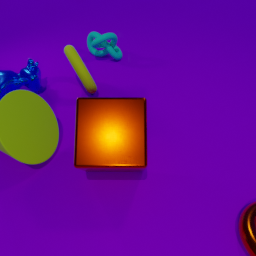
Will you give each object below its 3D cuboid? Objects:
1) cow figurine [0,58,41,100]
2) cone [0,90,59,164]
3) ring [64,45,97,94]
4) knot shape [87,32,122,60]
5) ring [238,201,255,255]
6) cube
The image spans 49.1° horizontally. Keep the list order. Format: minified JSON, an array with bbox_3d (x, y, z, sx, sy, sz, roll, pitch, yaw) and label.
[{"bbox_3d":[-3.302,-1.365,7.847,1.621,0.890,1.596,19,54,7],"label":"cow figurine"},{"bbox_3d":[-2.698,0.147,6.254,1.603,1.597,1.597,-15,34,30],"label":"cone"},{"bbox_3d":[-1.315,-1.620,7.804,0.294,1.472,1.472,-31,47,-3],"label":"ring"},{"bbox_3d":[-0.870,-2.799,9.466,1.247,1.332,0.616,16,82,28],"label":"knot shape"},{"bbox_3d":[2.647,1.843,4.715,1.507,0.301,1.507,1,39,-1],"label":"ring"},{"bbox_3d":[-0.297,0.187,5.521,1.281,1.281,1.281,0,78,0],"label":"cube"}]
